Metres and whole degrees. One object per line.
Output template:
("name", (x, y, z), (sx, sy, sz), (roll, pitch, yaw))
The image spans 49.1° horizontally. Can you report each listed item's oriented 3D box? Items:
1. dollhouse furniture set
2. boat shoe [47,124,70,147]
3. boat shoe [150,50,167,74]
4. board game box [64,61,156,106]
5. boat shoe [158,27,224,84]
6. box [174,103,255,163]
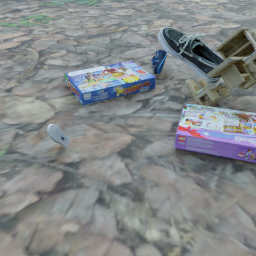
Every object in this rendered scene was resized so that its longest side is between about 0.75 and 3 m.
("dollhouse furniture set", (2.804, -1.835, 7.527), (2.324, 2.037, 1.544), (-17, 74, -48))
("boat shoe", (-1.553, 0.150, 6.029), (0.277, 0.844, 0.304), (11, 72, 21))
("boat shoe", (1.032, -2.308, 9.872), (0.474, 0.581, 1.380), (16, 38, 7))
("board game box", (-0.582, -1.504, 8.863), (2.433, 0.419, 1.647), (-16, 37, -22))
("boat shoe", (2.059, -2.594, 9.119), (0.987, 0.913, 2.674), (-30, 68, -21))
("box", (2.274, 0.079, 6.492), (2.181, 0.426, 1.492), (10, 34, 14))
